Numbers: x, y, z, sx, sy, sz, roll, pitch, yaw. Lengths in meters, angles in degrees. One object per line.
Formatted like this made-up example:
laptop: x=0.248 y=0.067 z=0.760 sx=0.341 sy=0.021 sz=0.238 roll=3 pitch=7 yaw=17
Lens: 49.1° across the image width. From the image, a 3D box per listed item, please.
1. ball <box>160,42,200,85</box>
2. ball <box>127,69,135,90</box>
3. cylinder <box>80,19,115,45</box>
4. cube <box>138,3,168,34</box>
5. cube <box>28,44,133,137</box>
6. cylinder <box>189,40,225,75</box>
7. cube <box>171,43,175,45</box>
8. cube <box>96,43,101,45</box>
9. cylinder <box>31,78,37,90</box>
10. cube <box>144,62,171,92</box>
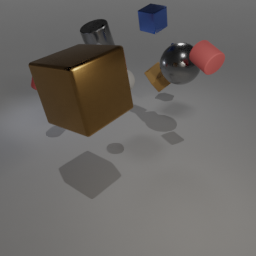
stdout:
ball: x=1.776 y=-2.175 z=9.510 sx=1.400 sy=1.400 sz=1.400 roll=0 pitch=30 yaw=0
ball: x=-0.166 y=-1.270 z=7.590 sx=0.700 sy=0.700 sz=0.700 roll=0 pitch=30 yaw=0
cylinder: x=-1.470 y=-4.366 z=13.741 sx=1.400 sy=1.400 sz=1.400 roll=-11 pitch=43 yaw=10
cube: x=0.838 y=-3.683 z=9.432 sx=0.700 sy=0.700 sz=0.700 roll=27 pitch=54 yaw=35
cube: x=-0.931 y=-0.864 z=5.869 sx=1.400 sy=1.400 sz=1.400 roll=16 pitch=39 yaw=39
cylinder: x=2.185 y=-1.956 z=7.770 sx=0.700 sy=0.700 sz=0.700 roll=-17 pitch=53 yaw=-27
cube: x=2.227 y=-3.268 z=12.544 sx=0.700 sy=0.700 sz=0.700 roll=25 pitch=-2 yaw=32
cube: x=-1.152 y=-3.108 z=12.071 sx=0.700 sy=0.700 sz=0.700 roll=-50 pitch=43 yaw=2
cylinder: x=-2.768 y=-1.632 z=9.152 sx=0.700 sy=0.700 sz=0.700 roll=15 pitch=24 yaw=-7
cube: x=1.187 y=-1.971 z=10.868 sx=0.700 sy=0.700 sz=0.700 roll=-37 pitch=53 yaw=13
